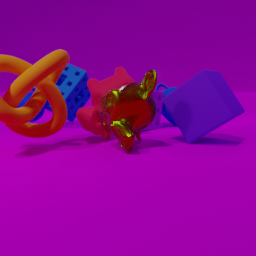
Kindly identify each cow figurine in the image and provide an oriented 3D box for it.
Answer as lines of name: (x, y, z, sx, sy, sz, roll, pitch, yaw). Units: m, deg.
cow figurine: (-0.436, -0.617, 6.799, 1.725, 0.947, 1.698, -27, 44, -4)

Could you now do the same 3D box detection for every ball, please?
ball: (-2.934, -0.621, 8.332, 0.901, 0.901, 0.901, 0, 8, 0)

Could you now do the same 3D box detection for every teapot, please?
teapot: (1.587, -0.723, 8.941, 2.053, 1.005, 1.276, 48, -6, 26)

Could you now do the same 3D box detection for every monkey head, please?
monkey head: (0.114, -0.202, 5.576, 1.127, 1.869, 1.345, -13, 50, -22)

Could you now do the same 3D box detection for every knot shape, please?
knot shape: (-1.869, -0.650, 5.079, 0.877, 1.899, 1.777, 28, 13, 29)

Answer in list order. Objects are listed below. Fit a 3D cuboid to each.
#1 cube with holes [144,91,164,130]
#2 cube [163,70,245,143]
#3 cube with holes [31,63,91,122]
cube with holes: (0.242, -0.577, 8.243, 1.094, 1.094, 1.094, 11, 10, 38)
cube: (1.713, -0.503, 6.311, 1.147, 1.147, 1.147, -36, -12, 32)
cube with holes: (-2.051, -1.195, 8.858, 1.239, 1.239, 1.239, 26, -23, 14)
